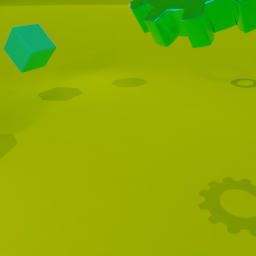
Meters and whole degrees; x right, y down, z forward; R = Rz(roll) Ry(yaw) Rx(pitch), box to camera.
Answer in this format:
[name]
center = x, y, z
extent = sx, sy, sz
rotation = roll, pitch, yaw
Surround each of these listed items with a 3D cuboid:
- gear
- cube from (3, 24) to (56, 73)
[gear]
center = 0.710, -1.275, 2.312
extent = 1.431, 0.265, 1.431
rotation = -18, 48, 22
[cube]
center = -3.218, -2.622, 9.195
extent = 1.039, 1.039, 1.039
rotation = 52, 42, 2
